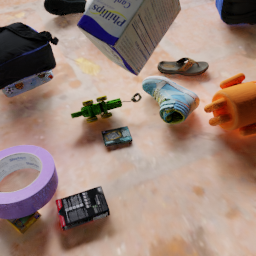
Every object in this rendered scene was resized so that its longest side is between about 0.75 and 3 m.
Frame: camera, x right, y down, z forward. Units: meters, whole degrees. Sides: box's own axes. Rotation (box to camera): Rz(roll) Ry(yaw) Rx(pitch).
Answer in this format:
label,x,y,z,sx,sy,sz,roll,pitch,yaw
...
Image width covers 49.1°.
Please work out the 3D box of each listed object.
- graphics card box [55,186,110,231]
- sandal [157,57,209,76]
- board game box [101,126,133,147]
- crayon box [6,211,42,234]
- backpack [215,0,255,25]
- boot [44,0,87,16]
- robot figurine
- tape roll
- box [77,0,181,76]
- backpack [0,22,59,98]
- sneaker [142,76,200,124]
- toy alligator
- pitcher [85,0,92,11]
label,x,y,z,sx,sy,sz,roll,pitch,yaw
graphics card box,-1.055,1.866,6.565,1.138,0.289,0.714,-17,50,-13
sandal,1.986,-2.289,10.062,1.849,0.505,0.755,6,49,5
board game box,-0.323,0.242,8.107,0.804,0.113,0.544,-12,50,-10
crayon box,-2.466,2.016,6.474,0.882,0.228,0.555,30,55,24
backpack,5.099,-5.646,11.998,2.630,2.137,2.207,-9,50,4
boot,-2.963,-6.102,13.189,2.076,0.793,1.744,-8,52,-16
robot figurine,3.340,-0.688,8.167,2.156,1.257,1.551,-16,46,-14
tape roll,-2.640,1.236,6.737,1.822,0.598,1.822,0,40,0
box,0.151,-2.910,7.300,1.241,2.175,2.365,34,93,19
backpack,-3.685,-2.354,9.158,2.518,1.939,2.398,-25,53,-21
sneaker,1.083,-0.846,8.622,1.982,0.788,1.294,25,52,21
toy alligator,-0.681,-0.669,8.623,2.226,0.660,0.604,-17,10,-15
pitcher,-0.843,-5.239,12.278,1.798,1.271,2.096,15,39,1
